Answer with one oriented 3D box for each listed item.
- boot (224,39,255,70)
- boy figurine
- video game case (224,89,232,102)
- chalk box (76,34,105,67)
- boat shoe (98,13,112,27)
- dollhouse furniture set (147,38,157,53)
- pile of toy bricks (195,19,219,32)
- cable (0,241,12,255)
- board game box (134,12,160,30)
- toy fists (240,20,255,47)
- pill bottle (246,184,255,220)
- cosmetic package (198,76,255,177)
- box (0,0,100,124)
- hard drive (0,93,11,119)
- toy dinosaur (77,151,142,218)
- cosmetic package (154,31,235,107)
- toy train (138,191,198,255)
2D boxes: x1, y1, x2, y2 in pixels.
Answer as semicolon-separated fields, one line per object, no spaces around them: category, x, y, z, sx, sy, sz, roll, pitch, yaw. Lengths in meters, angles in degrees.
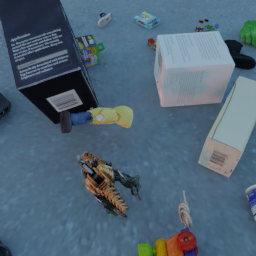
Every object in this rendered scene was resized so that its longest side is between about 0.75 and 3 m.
boot;4.067;-2.751;10.370;1.355;0.502;1.111;14;54;16
boy figurine;-0.769;-0.235;7.264;1.920;1.194;0.619;-4;90;-30
video game case;4.201;-0.913;9.144;1.722;0.153;1.233;29;57;21
chalk box;-1.496;-2.801;10.205;1.308;0.811;0.816;-14;53;-12
boat shoe;-1.114;-4.612;11.932;0.453;0.364;0.976;20;47;23
dollhouse furniture set;1.307;-3.141;10.655;0.660;0.499;1.226;-21;55;-16
pile of toy bricks;3.336;-4.089;11.476;1.014;0.562;0.500;22;16;28
cable;-3.700;3.015;5.848;2.412;0.613;1.968;-16;43;-20
board game box;0.815;-4.602;11.975;0.899;0.211;0.679;36;60;25
toy fists;5.442;-3.584;10.895;2.081;0.716;1.061;12;46;11
pill bottle;3.274;1.916;6.647;0.635;0.635;1.061;-4;53;-3
cosmetic package;2.945;-0.091;7.768;0.939;1.330;2.570;24;55;18
box;-2.084;-1.887;7.810;1.584;2.653;2.698;-19;73;-2
hard drive;-4.874;-0.391;8.526;1.549;0.486;2.297;37;61;25
toy dinosaur;-0.541;1.275;6.280;1.130;1.502;2.213;-37;30;14
cosmetic package;1.976;-1.855;8.911;2.009;1.671;1.681;-4;52;-2
toy train;0.813;2.568;6.036;1.341;0.981;2.317;-12;52;7
